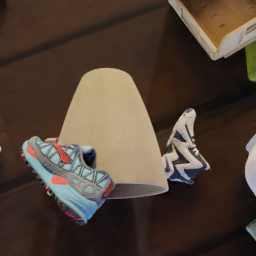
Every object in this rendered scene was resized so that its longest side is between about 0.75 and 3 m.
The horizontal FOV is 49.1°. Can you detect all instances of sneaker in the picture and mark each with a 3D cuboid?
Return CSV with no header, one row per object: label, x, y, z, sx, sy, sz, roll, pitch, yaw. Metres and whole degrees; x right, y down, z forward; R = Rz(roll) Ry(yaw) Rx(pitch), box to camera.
sneaker,-1.037,0.704,4.954,1.056,0.876,2.210,-39,48,-20
sneaker,1.668,0.567,7.322,1.260,0.773,1.936,24,80,3

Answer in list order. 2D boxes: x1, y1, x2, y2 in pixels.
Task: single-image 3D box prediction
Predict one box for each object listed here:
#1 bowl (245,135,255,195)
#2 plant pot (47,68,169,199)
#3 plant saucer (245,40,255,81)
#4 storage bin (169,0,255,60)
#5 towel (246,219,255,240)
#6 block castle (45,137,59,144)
bowl,3.729,0.471,6.496,2.881,2.881,1.295,-37,64,-7
plant pot,-0.476,0.118,6.646,2.630,2.630,2.808,-2,71,0
plant saucer,4.654,-2.597,8.050,2.408,0.577,2.412,-1,78,0
storage bin,2.792,-3.653,7.600,2.614,1.234,2.633,-31,73,4
towel,4.576,2.999,7.074,1.943,0.298,2.547,-36,81,-6
block castle,-1.784,0.883,7.228,0.581,0.828,1.239,0,80,-1
